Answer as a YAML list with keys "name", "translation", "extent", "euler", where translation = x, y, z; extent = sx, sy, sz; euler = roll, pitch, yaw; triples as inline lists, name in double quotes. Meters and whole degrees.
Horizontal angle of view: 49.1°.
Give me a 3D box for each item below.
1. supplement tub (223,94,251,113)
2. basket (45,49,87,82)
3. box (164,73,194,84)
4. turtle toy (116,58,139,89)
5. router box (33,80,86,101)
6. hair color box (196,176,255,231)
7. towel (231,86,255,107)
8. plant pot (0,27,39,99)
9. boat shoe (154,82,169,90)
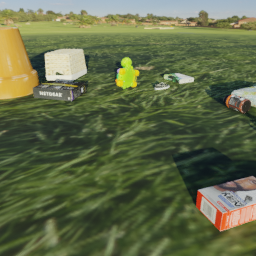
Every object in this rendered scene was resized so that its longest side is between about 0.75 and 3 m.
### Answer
- name: "supplement tub"
  translation: [3.663, -0.859, 9.487]
  extent: [0.485, 0.485, 0.907]
  euler: [-11, 25, -24]
- name: "basket"
  translation: [-3.099, -3.213, 14.078]
  extent: [1.428, 1.299, 2.106]
  euler: [4, 24, 12]
- name: "box"
  translation: [2.445, -2.411, 13.556]
  extent: [0.882, 0.222, 1.222]
  euler: [-12, 25, -28]
- name: "turtle toy"
  translation: [-0.084, -2.310, 11.864]
  extent: [0.956, 1.311, 0.663]
  euler: [-1, 21, -35]
- name: "router box"
  translation: [-2.674, -1.503, 11.084]
  extent: [1.661, 0.434, 1.306]
  euler: [7, 24, 17]
- name: "hair color box"
  translation: [1.821, 1.213, 4.649]
  extent: [1.181, 0.378, 0.655]
  euler: [-8, 23, -21]
- name: "towel"
  translation: [5.262, -1.070, 9.789]
  extent: [2.492, 0.600, 2.133]
  euler: [-12, 19, -27]
- name: "plant pot"
  translation: [-5.135, -2.729, 11.330]
  extent: [2.734, 2.503, 2.734]
  euler: [0, 22, 0]
- name: "boat shoe"
  translation: [1.471, -1.844, 12.124]
  extent: [0.794, 0.271, 0.293]
  euler: [-13, 26, -28]
